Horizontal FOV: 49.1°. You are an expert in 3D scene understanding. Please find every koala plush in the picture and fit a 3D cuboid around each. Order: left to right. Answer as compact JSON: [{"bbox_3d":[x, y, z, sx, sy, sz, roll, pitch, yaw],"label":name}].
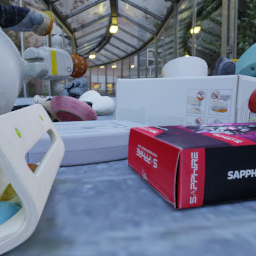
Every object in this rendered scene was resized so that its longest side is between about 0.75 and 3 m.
[{"bbox_3d":[-2.338,-1.564,14.182,1.461,1.589,1.409,-36,-9,11],"label":"koala plush"}]

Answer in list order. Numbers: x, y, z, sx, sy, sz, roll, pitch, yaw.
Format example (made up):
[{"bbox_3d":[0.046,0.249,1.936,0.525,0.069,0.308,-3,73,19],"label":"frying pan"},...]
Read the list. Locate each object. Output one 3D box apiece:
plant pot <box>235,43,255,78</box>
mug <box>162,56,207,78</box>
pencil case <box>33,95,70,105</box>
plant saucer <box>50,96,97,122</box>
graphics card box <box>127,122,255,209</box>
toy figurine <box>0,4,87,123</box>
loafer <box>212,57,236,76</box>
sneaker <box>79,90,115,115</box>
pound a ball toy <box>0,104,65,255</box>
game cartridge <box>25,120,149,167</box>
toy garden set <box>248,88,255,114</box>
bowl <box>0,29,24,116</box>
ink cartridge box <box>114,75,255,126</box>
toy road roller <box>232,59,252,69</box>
[{"bbox_3d":[4.010,-1.215,7.607,2.638,2.638,2.117,7,26,44],"label":"plant pot"},{"bbox_3d":[2.348,-1.452,11.342,1.827,1.873,2.281,-3,-22,2],"label":"mug"},{"bbox_3d":[-3.969,-1.328,14.540,1.971,0.767,0.882,2,31,15],"label":"pencil case"},{"bbox_3d":[-1.415,-0.345,7.131,1.241,0.315,1.241,14,-25,7],"label":"plant saucer"},{"bbox_3d":[1.255,0.286,3.183,2.251,0.572,1.412,-1,7,-16],"label":"graphics card box"},{"bbox_3d":[-2.499,-1.541,7.231,2.649,2.608,1.843,49,29,18],"label":"toy figurine"},{"bbox_3d":[2.314,-1.039,7.111,0.557,1.551,0.488,1,35,-8],"label":"loafer"},{"bbox_3d":[-1.721,-1.051,12.134,1.182,1.005,2.672,-14,16,-33],"label":"sneaker"},{"bbox_3d":[-1.145,0.422,2.231,1.188,0.774,1.822,-26,10,-4],"label":"pound a ball toy"},{"bbox_3d":[-0.887,0.189,4.438,2.501,0.506,1.668,-4,5,-24],"label":"game cartridge"},{"bbox_3d":[2.872,-0.002,2.524,2.895,0.578,2.413,-5,27,-30],"label":"toy garden set"},{"bbox_3d":[-3.271,-0.637,5.047,2.810,2.810,1.263,-4,50,-26],"label":"bowl"},{"bbox_3d":[1.528,-0.376,5.783,2.450,1.170,2.790,-2,7,-41],"label":"ink cartridge box"},{"bbox_3d":[4.057,-1.562,11.129,1.805,2.144,2.937,1,8,8],"label":"toy road roller"}]
